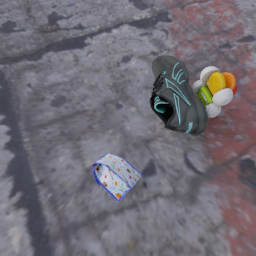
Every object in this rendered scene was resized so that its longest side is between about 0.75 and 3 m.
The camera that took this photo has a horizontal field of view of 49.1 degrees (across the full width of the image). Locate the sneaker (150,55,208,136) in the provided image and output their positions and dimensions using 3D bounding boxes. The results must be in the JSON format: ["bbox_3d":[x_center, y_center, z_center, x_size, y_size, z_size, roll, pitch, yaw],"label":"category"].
[{"bbox_3d":[1.040,-0.951,7.034,1.042,0.991,2.629,-4,50,-22],"label":"sneaker"}]

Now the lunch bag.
[{"bbox_3d":[-0.280,0.961,5.874,0.912,0.565,0.775,42,20,5],"label":"lunch bag"}]

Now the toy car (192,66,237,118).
[{"bbox_3d":[2.225,-0.906,6.984,0.880,1.173,1.027,-8,61,-22],"label":"toy car"}]
